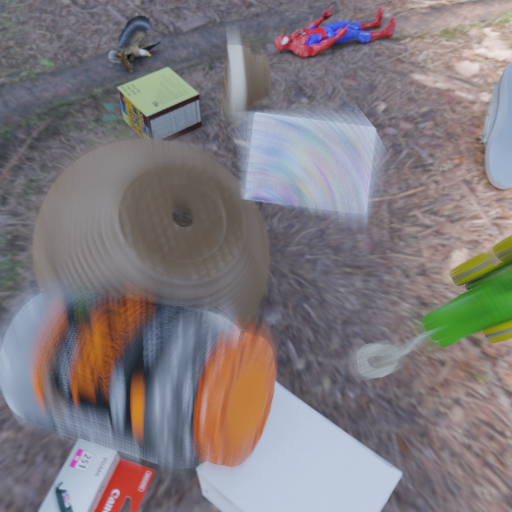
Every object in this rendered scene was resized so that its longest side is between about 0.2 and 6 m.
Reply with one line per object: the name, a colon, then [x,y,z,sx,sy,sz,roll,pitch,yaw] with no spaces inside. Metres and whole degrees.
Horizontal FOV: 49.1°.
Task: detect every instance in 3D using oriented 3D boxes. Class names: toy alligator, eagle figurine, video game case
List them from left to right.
eagle figurine: [-2.453,-4.257,11.426,0.771,0.775,1.021,29,68,-21]
video game case: [0.528,-0.904,5.491,1.198,0.108,0.858,7,89,-2]
toy alligator: [2.263,0.447,5.477,2.778,0.754,0.824,-29,84,-9]

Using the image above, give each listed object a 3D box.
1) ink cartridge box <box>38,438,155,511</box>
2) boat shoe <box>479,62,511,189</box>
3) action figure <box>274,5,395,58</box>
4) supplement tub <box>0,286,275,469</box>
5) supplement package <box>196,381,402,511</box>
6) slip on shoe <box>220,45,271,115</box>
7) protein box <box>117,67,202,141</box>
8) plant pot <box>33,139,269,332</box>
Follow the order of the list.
ink cartridge box: [-1.766,2.654,6.112,0.939,0.236,1.082,14,52,13]
boat shoe: [4.247,-2.150,9.666,0.834,0.962,2.257,8,80,0]
action figure: [1.616,-4.760,11.909,2.633,0.681,0.861,-19,56,-12]
supplement tub: [-1.049,1.066,5.068,2.230,1.366,1.366,7,50,24]
supplement package: [0.419,2.400,5.872,1.648,0.914,1.283,32,57,24]
slip on shoe: [-0.117,-2.503,7.956,0.694,0.871,2.291,8,21,-5]
protein box: [-1.733,-2.683,10.118,1.074,0.725,1.067,-31,57,-22]
plant pot: [-1.078,-0.255,6.881,3.050,1.408,3.050,8,68,-21]
